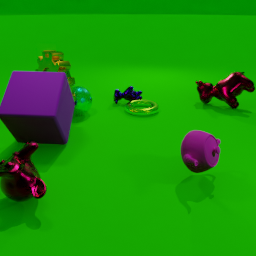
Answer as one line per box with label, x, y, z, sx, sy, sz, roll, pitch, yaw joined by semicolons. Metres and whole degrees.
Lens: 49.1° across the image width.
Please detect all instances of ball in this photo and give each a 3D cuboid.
ball;-1.665;-0.912;9.347;0.957;0.957;0.957;0;24;0

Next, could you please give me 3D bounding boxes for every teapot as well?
teapot;1.514;0.490;5.730;0.705;0.895;1.440;-8;11;42

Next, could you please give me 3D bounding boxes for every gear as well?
gear;-2.367;-1.388;8.971;0.388;2.096;2.096;-13;27;-37

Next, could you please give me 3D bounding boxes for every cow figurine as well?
cow figurine;3.392;-1.459;10.057;1.691;1.719;0.943;50;13;28
cow figurine;-0.048;-1.182;10.449;0.961;0.528;0.946;20;-31;-33

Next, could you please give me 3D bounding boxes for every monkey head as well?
monkey head;-1.938;0.846;5.285;1.441;0.869;1.037;0;42;52

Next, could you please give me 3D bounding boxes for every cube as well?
cube;-2.276;-0.501;7.285;1.380;1.380;1.380;2;59;3

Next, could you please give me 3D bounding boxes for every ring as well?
ring;0.487;-0.717;9.787;1.214;0.243;1.214;0;25;0
